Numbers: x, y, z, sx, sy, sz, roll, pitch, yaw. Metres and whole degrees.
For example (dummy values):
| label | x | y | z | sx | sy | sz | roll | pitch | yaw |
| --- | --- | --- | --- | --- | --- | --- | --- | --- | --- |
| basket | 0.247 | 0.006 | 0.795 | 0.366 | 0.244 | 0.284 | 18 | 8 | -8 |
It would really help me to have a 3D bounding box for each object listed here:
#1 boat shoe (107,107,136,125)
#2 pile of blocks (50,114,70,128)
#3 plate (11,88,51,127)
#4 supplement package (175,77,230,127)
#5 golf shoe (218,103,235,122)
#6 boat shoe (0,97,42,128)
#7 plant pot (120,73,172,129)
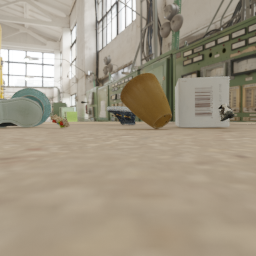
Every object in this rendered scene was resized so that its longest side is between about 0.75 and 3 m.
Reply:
| label | x | y | z | sx | sy | sz | roll | pitch | yaw |
| --- | --- | --- | --- | --- | --- | --- | --- | --- | --- |
| boat shoe | -0.363 | -0.582 | 13.201 | 0.655 | 0.840 | 1.851 | -4 | 8 | -43 |
| pile of blocks | -2.045 | -0.153 | 8.237 | 0.266 | 0.351 | 0.856 | -26 | 29 | -34 |
| plate | -3.413 | -0.687 | 9.761 | 1.415 | 1.415 | 0.181 | 0 | 20 | -11 |
| supplement package | 2.493 | -0.833 | 9.879 | 1.590 | 1.585 | 2.711 | -1 | 3 | 7 |
| golf shoe | 2.271 | -0.372 | 6.510 | 0.310 | 0.377 | 0.797 | -22 | -9 | 5 |
| boat shoe | -3.808 | -0.495 | 8.680 | 0.796 | 0.998 | 2.640 | 2 | -2 | 26 |
| plant pot | 0.606 | -0.645 | 7.754 | 1.210 | 1.298 | 1.210 | -24 | -30 | -15 |
